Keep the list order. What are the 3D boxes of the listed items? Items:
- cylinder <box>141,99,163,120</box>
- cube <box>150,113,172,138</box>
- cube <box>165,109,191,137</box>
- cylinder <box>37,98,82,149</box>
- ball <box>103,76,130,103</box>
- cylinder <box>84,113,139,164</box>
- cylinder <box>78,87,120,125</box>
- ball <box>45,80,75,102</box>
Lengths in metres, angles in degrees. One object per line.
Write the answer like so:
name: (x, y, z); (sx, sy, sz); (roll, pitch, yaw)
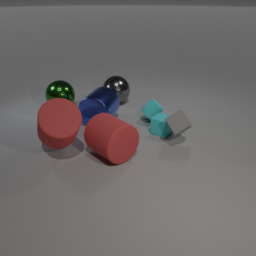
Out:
cylinder: (1.067, -0.810, 12.290); (0.700, 0.700, 0.700); (43, 13, -12)
cube: (1.385, -0.123, 11.361); (0.700, 0.700, 0.700); (19, 32, 32)
cube: (1.852, -0.180, 10.328); (0.700, 0.700, 0.700); (-32, -12, 6)
cylinder: (-2.366, -0.117, 9.561); (1.400, 1.400, 1.400); (-11, -14, -21)
ball: (-0.594, -1.929, 14.138); (1.400, 1.400, 1.400); (0, 27, 0)
cylinder: (-0.571, 0.335, 9.676); (1.400, 1.400, 1.400); (-22, 34, -36)
cylinder: (-1.232, -0.908, 12.104); (1.400, 1.400, 1.400); (8, 30, 16)
ball: (-3.243, -1.585, 13.426); (1.400, 1.400, 1.400); (0, 27, 0)
